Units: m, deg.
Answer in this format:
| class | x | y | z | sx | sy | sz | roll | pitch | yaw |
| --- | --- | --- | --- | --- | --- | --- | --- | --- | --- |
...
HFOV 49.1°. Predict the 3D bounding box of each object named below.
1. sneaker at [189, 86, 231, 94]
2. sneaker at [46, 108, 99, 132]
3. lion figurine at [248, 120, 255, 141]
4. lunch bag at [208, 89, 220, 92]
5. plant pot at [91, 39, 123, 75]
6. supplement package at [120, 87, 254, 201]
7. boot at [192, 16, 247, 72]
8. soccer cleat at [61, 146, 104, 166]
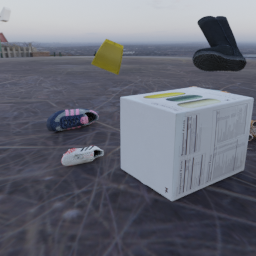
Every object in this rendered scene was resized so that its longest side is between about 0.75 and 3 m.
| class | x | y | z | sx | sy | sz | roll | pitch | yaw |
| --- | --- | --- | --- | --- | --- | --- | --- | --- | --- |
| sneaker | 3.395 | -1.023 | 11.544 | 2.255 | 0.882 | 0.871 | 13 | 50 | 22 |
| sneaker | -1.779 | -0.296 | 9.295 | 0.778 | 0.665 | 1.896 | 9 | 21 | 35 |
| lion figurine | 3.985 | 0.030 | 8.394 | 2.262 | 0.820 | 1.385 | 15 | 9 | 2 |
| lunch bag | 3.900 | -1.533 | 13.449 | 1.223 | 0.471 | 0.981 | 12 | 24 | 34 |
| plant pot | -0.567 | -2.297 | 8.826 | 0.893 | 0.788 | 0.893 | 20 | 24 | -10 |
| supplement package | 1.240 | 0.149 | 6.166 | 2.294 | 1.728 | 1.741 | -12 | 22 | -33 |
| boot | 3.031 | -3.225 | 10.238 | 2.044 | 0.814 | 2.480 | 5 | 58 | -19 |
| soccer cleat | -1.083 | 0.672 | 6.791 | 0.476 | 0.384 | 1.118 | 11 | 16 | 41 |
